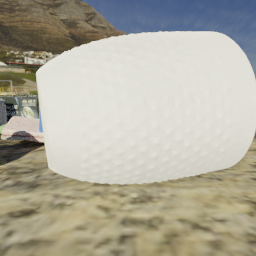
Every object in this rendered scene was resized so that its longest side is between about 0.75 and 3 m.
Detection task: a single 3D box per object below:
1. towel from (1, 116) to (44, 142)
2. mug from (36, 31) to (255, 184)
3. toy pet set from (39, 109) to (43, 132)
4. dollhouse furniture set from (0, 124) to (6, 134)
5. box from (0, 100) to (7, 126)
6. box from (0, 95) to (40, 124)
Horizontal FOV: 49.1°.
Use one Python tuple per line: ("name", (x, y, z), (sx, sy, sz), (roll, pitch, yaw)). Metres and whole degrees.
("towel", (-2.225, 0.059, 7.315), (1.754, 0.296, 1.836), (6, 11, -15))
("mug", (-0.045, -0.390, 4.246), (2.481, 2.090, 2.830), (-8, 26, -18))
("toy pet set", (-1.593, -0.292, 7.262), (1.026, 1.932, 1.804), (-38, 11, 4))
("dollhouse furniture set", (-2.774, -0.355, 8.805), (2.483, 0.958, 1.241), (-8, 10, -44))
("box", (-4.710, -0.476, 9.639), (0.635, 0.972, 0.967), (-2, 7, 4))
("box", (-4.684, -0.802, 11.529), (2.535, 1.092, 2.076), (-1, 8, -6))
